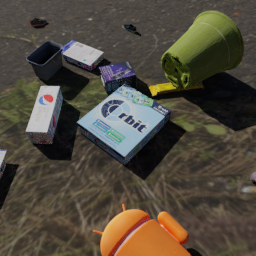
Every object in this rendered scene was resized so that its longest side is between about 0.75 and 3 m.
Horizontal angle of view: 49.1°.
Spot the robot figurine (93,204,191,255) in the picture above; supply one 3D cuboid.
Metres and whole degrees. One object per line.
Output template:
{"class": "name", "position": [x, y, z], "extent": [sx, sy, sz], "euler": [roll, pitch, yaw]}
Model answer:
{"class": "robot figurine", "position": [0.469, 3.194, 6.996], "extent": [2.811, 1.639, 2.022], "euler": [39, 102, 26]}

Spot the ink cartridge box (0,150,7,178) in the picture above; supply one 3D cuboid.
{"class": "ink cartridge box", "position": [-4.648, 1.579, 9.006], "extent": [0.985, 0.388, 1.981], "euler": [6, 54, 5]}

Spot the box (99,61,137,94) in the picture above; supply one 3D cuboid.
{"class": "box", "position": [-0.411, -2.120, 11.664], "extent": [1.351, 0.704, 0.999], "euler": [-16, 53, -12]}

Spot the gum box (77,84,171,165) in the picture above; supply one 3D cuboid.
{"class": "gum box", "position": [-0.110, -0.257, 10.291], "extent": [2.257, 0.592, 2.657], "euler": [33, 59, 23]}

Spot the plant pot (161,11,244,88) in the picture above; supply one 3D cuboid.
{"class": "plant pot", "position": [2.728, -2.843, 11.176], "extent": [2.490, 2.622, 2.622], "euler": [-37, 61, -18]}

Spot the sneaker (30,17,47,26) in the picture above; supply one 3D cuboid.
{"class": "sneaker", "position": [-4.660, -5.557, 14.546], "extent": [0.891, 0.365, 0.343], "euler": [-23, 56, -17]}

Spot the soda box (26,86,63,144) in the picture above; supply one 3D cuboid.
{"class": "soda box", "position": [-3.050, -0.539, 10.427], "extent": [0.776, 0.725, 2.279], "euler": [2, 52, 1]}

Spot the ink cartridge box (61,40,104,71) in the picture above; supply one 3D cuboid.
{"class": "ink cartridge box", "position": [-2.144, -3.353, 12.833], "extent": [1.844, 0.387, 1.101], "euler": [27, 57, 16]}

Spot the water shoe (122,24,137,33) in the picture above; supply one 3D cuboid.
{"class": "water shoe", "position": [0.088, -5.172, 14.263], "extent": [0.862, 0.340, 0.308], "euler": [30, 58, 21]}

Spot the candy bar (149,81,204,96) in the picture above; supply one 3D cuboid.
{"class": "candy bar", "position": [2.052, -1.706, 11.622], "extent": [2.304, 0.255, 0.574], "euler": [-9, 49, -7]}

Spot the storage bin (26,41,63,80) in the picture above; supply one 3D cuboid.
{"class": "storage bin", "position": [-3.388, -2.810, 12.002], "extent": [1.106, 1.021, 1.520], "euler": [23, 56, 17]}

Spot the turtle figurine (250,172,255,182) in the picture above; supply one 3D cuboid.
{"class": "turtle figurine", "position": [4.536, 2.146, 8.219], "extent": [1.563, 1.051, 2.088], "euler": [-5, 47, -4]}
